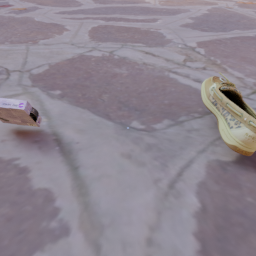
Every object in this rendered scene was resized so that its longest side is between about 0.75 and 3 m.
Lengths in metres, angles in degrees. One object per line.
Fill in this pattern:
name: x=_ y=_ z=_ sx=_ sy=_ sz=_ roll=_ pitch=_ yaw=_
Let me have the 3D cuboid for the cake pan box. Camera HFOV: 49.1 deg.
cake pan box: x=-2.681 y=-0.364 z=6.637 sx=1.070 sy=0.986 sz=0.280 roll=6 pitch=70 yaw=8

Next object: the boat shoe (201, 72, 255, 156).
boat shoe: x=2.507 y=-0.543 z=6.629 sx=0.996 sy=0.851 sz=2.717 roll=13 pitch=38 yaw=-17
